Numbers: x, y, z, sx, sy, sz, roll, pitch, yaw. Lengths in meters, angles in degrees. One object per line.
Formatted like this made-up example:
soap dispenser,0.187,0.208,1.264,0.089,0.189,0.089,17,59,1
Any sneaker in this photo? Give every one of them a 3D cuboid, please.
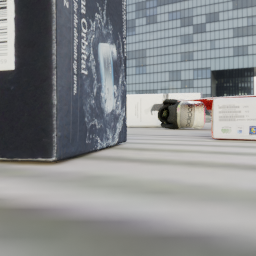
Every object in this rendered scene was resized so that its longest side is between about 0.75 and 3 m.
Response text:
sneaker,1.049,-0.339,6.363,0.847,0.714,1.937,6,5,-7

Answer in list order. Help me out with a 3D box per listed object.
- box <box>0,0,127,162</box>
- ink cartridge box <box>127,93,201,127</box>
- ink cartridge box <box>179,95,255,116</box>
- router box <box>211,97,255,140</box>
box,-0.421,-0.415,1.543,0.637,1.067,1.085,0,1,13
ink cartridge box,0.980,-0.504,8.517,2.293,0.960,1.654,0,1,6
ink cartridge box,2.362,-0.258,5.391,2.243,0.530,1.795,2,1,-34
router box,1.656,-0.082,2.675,1.457,0.356,1.307,1,1,27
